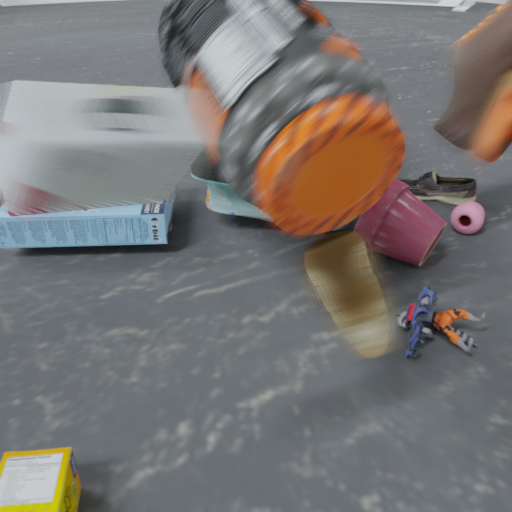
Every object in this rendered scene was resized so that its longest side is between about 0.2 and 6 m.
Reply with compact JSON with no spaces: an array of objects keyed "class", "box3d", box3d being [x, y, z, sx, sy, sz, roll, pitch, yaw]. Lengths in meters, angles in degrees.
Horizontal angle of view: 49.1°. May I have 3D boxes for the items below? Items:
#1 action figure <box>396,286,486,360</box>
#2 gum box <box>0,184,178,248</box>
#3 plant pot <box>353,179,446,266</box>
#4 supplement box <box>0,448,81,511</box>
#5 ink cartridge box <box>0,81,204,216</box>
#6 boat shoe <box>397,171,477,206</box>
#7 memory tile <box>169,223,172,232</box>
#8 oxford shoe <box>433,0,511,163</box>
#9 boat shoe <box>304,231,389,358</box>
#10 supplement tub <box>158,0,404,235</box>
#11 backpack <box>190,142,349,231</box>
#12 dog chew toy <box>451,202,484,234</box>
[{"class":"action figure","box3d":[2.212,0.954,6.975,0.999,0.540,1.033,14,61,33]},{"class":"gum box","box3d":[-2.692,-0.931,9.382,2.569,0.572,2.182,-1,31,-2]},{"class":"plant pot","box3d":[2.228,-0.438,8.556,1.075,1.201,1.201,33,42,19]},{"class":"supplement box","box3d":[-1.862,2.215,4.623,0.584,0.588,1.073,-2,32,-5]},{"class":"ink cartridge box","box3d":[-0.708,-0.472,2.525,0.766,0.558,0.317,-10,69,-38]},{"class":"boat shoe","box3d":[3.292,-1.327,10.488,1.615,0.523,0.581,12,33,18]},{"class":"memory tile","box3d":[-2.799,-0.825,9.963,2.625,0.220,2.012,-2,32,-5]},{"class":"oxford shoe","box3d":[3.370,-2.976,7.647,1.211,3.321,1.184,31,37,27]},{"class":"boat shoe","box3d":[0.872,0.315,5.444,0.625,0.565,1.753,-20,26,10]},{"class":"supplement tub","box3d":[0.185,-1.747,6.019,1.822,1.822,2.974,-13,52,-21]},{"class":"backpack","box3d":[0.579,-2.216,9.780,3.126,2.726,3.556,7,41,2]},{"class":"dog chew toy","box3d":[3.627,-0.688,9.502,0.523,0.523,0.840,18,27,27]}]
